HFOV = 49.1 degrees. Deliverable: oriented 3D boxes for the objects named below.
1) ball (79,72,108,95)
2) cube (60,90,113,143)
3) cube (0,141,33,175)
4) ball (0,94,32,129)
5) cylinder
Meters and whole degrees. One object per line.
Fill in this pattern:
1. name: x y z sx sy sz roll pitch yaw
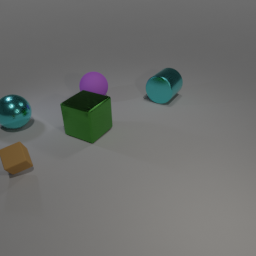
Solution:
1. ball: -1.671 -2.045 13.689 1.400 1.400 1.400 0 31 0
2. cube: -1.582 -0.484 10.981 1.400 1.400 1.400 17 37 26
3. cube: -3.539 0.963 8.865 0.700 0.700 0.700 -24 70 -10
4. ball: -4.635 -0.659 11.330 1.400 1.400 1.400 0 31 0
5. cylinder: 1.784 -2.084 13.727 1.400 1.400 1.400 17 35 26
